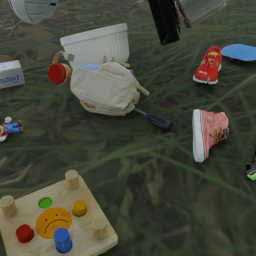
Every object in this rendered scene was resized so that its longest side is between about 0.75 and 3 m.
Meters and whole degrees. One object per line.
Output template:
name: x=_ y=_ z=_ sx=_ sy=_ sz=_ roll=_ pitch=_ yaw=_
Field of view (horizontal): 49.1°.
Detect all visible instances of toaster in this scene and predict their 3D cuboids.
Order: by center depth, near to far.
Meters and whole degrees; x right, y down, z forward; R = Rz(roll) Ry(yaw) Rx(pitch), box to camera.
toaster: x=2.048 y=-4.279 z=8.499 sx=1.455 sy=2.252 sz=1.280 roll=-23 pitch=54 yaw=20

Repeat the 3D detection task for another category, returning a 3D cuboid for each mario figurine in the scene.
mario figurine: x=-3.337 y=0.030 z=7.648 sx=0.860 sy=0.456 sz=0.531 roll=-16 pitch=41 yaw=-22

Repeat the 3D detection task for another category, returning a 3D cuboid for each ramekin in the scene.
ramekin: x=-1.114 y=-2.889 z=10.242 sx=2.461 sy=1.291 sz=2.461 roll=-12 pitch=18 yaw=4

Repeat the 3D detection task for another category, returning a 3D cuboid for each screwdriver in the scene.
screwdriver: x=0.463 y=-0.450 z=8.510 sx=2.232 sy=0.325 sz=0.311 roll=29 pitch=84 yaw=44

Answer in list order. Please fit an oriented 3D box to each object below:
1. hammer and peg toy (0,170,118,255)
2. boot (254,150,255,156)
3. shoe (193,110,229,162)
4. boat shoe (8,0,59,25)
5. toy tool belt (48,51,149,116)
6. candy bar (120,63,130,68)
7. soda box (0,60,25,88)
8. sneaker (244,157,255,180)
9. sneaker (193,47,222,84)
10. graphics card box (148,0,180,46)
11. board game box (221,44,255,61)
hammer and peg toy: x=-1.611 y=1.902 z=4.872 sx=2.467 sy=0.870 sz=1.814 roll=-21 pitch=44 yaw=-25
boot: x=4.355 y=0.635 z=6.779 sx=1.613 sy=0.642 sz=1.957 roll=-26 pitch=40 yaw=-32
shoe: x=2.166 y=0.147 z=7.273 sx=0.900 sy=0.707 sz=1.978 roll=3 pitch=34 yaw=10
boat shoe: x=-1.681 y=-2.230 z=4.651 sx=0.716 sy=0.831 sz=2.309 roll=20 pitch=15 yaw=-12
toy tool belt: x=-0.881 y=-1.397 z=8.800 sx=2.846 sy=1.777 sz=1.749 roll=18 pitch=15 yaw=23
candy bar: x=-0.523 y=-2.666 z=11.399 sx=1.404 sy=0.156 sz=0.350 roll=27 pitch=48 yaw=30
soda box: x=-4.755 y=-1.776 z=9.794 sx=2.044 sy=0.698 sz=0.649 roll=-14 pitch=40 yaw=-19
sneaker: x=2.995 y=0.879 z=6.652 sx=0.340 sy=0.311 sz=0.811 roll=25 pitch=43 yaw=24
sneaker: x=2.980 y=-2.366 z=10.324 sx=0.888 sy=0.979 sz=2.305 roll=13 pitch=39 yaw=16
graphics card box: x=1.299 y=-4.134 z=9.638 sx=0.692 sy=1.706 sz=2.720 roll=-12 pitch=34 yaw=18
board game box: x=4.802 y=-3.036 z=11.760 sx=1.414 sy=0.348 sz=1.790 roll=-33 pitch=42 yaw=-29
